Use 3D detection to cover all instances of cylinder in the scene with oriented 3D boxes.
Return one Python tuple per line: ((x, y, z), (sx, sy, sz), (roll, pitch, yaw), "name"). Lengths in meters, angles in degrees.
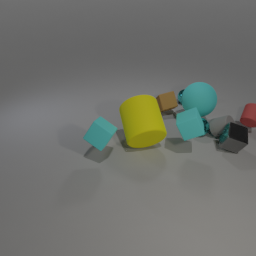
((0.504, -0.211, 9.804), (1.400, 1.400, 1.400), (-8, 63, -13), "cylinder")
((3.545, -0.072, 10.527), (0.700, 0.700, 0.700), (-16, 12, 45), "cylinder")
((4.792, -0.489, 10.848), (0.700, 0.700, 0.700), (18, 69, 29), "cylinder")

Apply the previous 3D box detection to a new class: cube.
((3.643, 0.335, 9.682), (0.700, 0.700, 0.700), (19, 55, -4), "cube")
((-0.863, 0.168, 8.832), (0.700, 0.700, 0.700), (35, 19, 0), "cube")
((2.032, -0.131, 9.147), (0.700, 0.700, 0.700), (-20, 25, 22), "cube")
((1.705, -1.151, 12.345), (0.700, 0.700, 0.700), (-15, -4, -6), "cube")

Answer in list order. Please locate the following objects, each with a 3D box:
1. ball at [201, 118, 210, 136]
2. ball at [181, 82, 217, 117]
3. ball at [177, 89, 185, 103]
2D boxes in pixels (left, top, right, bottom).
((2.777, -0.044, 10.763), (0.700, 0.700, 0.700), (0, 29, 0), "ball")
((2.858, -1.140, 11.273), (1.400, 1.400, 1.400), (0, 29, 0), "ball")
((2.712, -1.503, 13.359), (0.700, 0.700, 0.700), (0, 29, 0), "ball")
